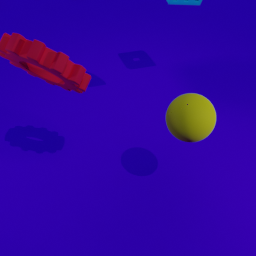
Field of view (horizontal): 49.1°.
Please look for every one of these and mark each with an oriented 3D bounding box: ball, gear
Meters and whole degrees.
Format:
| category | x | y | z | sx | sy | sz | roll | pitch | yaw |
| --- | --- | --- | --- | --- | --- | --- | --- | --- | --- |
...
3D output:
| category | x | y | z | sx | sy | sz | roll | pitch | yaw |
| --- | --- | --- | --- | --- | --- | --- | --- | --- | --- |
| ball | 1.181 | -0.190 | 5.301 | 0.929 | 0.929 | 0.929 | 0 | 44 | 0 |
| gear | -1.507 | -1.136 | 5.131 | 1.648 | 1.648 | 0.305 | 20 | 83 | 20 |

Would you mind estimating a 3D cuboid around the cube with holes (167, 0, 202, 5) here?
| category | x | y | z | sx | sy | sz | roll | pitch | yaw |
| --- | --- | --- | --- | --- | --- | --- | --- | --- | --- |
| cube with holes | 1.629 | -4.326 | 8.022 | 1.055 | 1.055 | 1.055 | -7 | 60 | -19 |
